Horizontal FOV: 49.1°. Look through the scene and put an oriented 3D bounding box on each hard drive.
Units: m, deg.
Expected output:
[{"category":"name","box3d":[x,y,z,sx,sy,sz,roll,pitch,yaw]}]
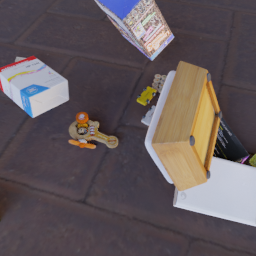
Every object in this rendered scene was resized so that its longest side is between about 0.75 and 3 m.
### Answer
[{"category":"hard drive","box3d":[2.937,1.882,8.904,2.771,0.370,1.828,14,67,-2]}]

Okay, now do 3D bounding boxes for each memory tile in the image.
[{"category":"memory tile","box3d":[1.602,-2.045,12.915,0.937,0.103,1.222,10,51,9]}]

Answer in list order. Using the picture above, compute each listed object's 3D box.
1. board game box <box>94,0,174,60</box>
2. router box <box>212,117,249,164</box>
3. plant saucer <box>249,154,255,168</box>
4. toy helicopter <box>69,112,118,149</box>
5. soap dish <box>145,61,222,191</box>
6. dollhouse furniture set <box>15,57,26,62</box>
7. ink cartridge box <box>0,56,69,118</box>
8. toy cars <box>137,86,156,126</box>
[{"category":"board game box","box3d":[0.243,-4.259,10.780,1.311,2.707,2.158,-46,60,7]},{"category":"router box","box3d":[2.734,0.345,10.353,2.081,0.712,2.790,-17,60,-14]},{"category":"plant saucer","box3d":[5.112,1.300,10.023,1.202,0.288,1.204,-36,58,-26]},{"category":"toy helicopter","box3d":[-1.332,0.319,10.558,1.984,0.783,1.312,21,55,13]},{"category":"soap dish","box3d":[1.630,-0.054,7.537,1.162,2.251,2.861,0,51,32]},{"category":"dollhouse furniture set","box3d":[-4.902,-2.362,12.893,1.343,0.952,1.463,9,72,9]},{"category":"ink cartridge box","box3d":[-3.049,-1.426,8.620,2.296,0.772,1.334,36,51,27]},{"category":"toy cars","box3d":[0.865,-0.855,11.725,0.935,0.462,2.086,-5,54,-7]}]
